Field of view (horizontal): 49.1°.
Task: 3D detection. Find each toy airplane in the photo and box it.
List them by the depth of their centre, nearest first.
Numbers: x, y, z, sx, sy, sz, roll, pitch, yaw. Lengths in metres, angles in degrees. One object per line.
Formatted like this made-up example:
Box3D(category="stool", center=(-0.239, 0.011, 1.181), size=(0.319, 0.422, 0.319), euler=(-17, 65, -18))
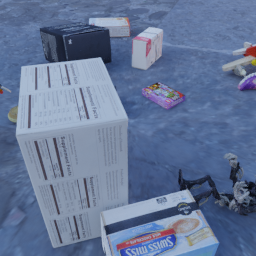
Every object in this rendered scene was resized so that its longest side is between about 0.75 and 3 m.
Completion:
Box3D(category="toy airplane", center=(4.924, -2.572, 10.398), size=(2.266, 1.599, 2.256), euler=(-13, 8, 42))

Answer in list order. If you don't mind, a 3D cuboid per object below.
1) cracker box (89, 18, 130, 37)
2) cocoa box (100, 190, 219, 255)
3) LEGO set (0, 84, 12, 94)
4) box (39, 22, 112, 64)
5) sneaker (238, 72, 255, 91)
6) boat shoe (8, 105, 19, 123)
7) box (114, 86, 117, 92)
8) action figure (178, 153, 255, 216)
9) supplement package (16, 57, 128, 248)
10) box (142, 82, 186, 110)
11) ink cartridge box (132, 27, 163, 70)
Box3D(category="cracker box", center=(-0.947, -5.091, 14.141), size=(2.023, 0.583, 1.355), euler=(-2, 38, -4))
Box3D(category="cocoa box", center=(0.456, 1.952, 4.696), size=(1.651, 1.101, 1.083), euler=(-10, 39, -13))
Box3D(category="LEGO set", center=(-3.171, -1.000, 5.862), size=(1.168, 0.384, 1.563), euler=(26, -6, -13))
Box3D(category="box", center=(-2.044, -3.199, 10.785), size=(1.841, 1.298, 2.488), euler=(-20, 33, -28))
Box3D(category="sneaker", center=(4.578, -1.545, 9.648), size=(1.558, 0.627, 0.689), euler=(-17, 71, -8))
Box3D(category="boat shoe", center=(-2.593, -0.791, 8.556), size=(2.158, 0.679, 0.787), euler=(-19, 42, -22))
Box3D(category="box", center=(-0.826, -0.772, 8.617), size=(1.003, 0.574, 1.102), euler=(-2, 38, -3))
Box3D(category="action figure", center=(2.121, 1.214, 5.742), size=(2.035, 1.039, 1.210), euler=(-2, 27, 0))
Box3D(category="supplement package", center=(-0.954, 0.424, 5.306), size=(1.526, 2.752, 2.143), euler=(-9, 39, -12))
Box3D(category="box", center=(1.172, -1.100, 9.308), size=(0.835, 0.239, 1.220), euler=(-28, 46, -31))
Box3D(category="ink cartridge box", center=(0.799, -3.227, 11.268), size=(0.664, 1.174, 1.603), euler=(18, 42, 22))
